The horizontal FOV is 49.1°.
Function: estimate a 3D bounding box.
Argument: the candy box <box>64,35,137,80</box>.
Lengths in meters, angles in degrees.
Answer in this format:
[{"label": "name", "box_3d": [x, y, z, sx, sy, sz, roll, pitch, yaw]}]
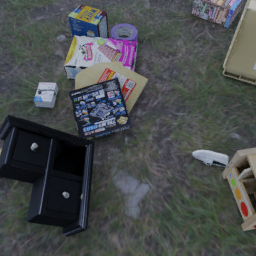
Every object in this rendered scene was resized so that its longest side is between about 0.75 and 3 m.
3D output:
[{"label": "candy box", "box_3d": [-1.055, -2.829, 11.578, 2.725, 0.831, 1.858, 6, 58, 4]}]

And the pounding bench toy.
[{"label": "pounding bench toy", "box_3d": [4.042, 1.542, 7.637, 1.649, 2.654, 2.070, -8, 57, -5]}]

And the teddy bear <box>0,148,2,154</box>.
[{"label": "teddy bear", "box_3d": [-3.522, 1.049, 9.265, 1.929, 0.644, 1.398, -23, 53, -6]}]

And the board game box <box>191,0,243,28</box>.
[{"label": "board game box", "box_3d": [4.344, -5.984, 13.572, 1.986, 0.962, 1.583, 28, 61, 17]}]

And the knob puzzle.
[{"label": "knob puzzle", "box_3d": [-0.865, -1.405, 10.592, 2.749, 0.381, 2.749, -1, 78, 4]}]

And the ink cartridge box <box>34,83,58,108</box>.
[{"label": "ink cartridge box", "box_3d": [-3.158, -1.287, 10.838, 0.684, 0.398, 0.946, 3, 57, 2]}]

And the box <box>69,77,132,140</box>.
[{"label": "box", "box_3d": [-0.994, -0.658, 9.984, 1.897, 0.471, 1.882, -17, 76, 0]}]

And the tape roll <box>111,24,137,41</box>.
[{"label": "tape roll", "box_3d": [-0.177, -4.125, 12.635, 1.200, 0.510, 1.200, 0, 57, -1]}]

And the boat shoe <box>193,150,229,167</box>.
[{"label": "boat shoe", "box_3d": [2.747, 1.052, 9.342, 1.188, 0.428, 0.407, 14, 57, -2]}]

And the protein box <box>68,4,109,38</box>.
[{"label": "protein box", "box_3d": [-1.684, -4.382, 12.264, 1.387, 1.397, 0.942, 21, 59, 13]}]

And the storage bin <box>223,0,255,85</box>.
[{"label": "storage bin", "box_3d": [5.433, -3.073, 10.662, 2.812, 2.792, 1.318, 20, 42, 12]}]

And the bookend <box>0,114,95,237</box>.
[{"label": "bookend", "box_3d": [-2.456, 1.381, 7.812, 2.676, 1.233, 2.659, 21, 53, -28]}]
